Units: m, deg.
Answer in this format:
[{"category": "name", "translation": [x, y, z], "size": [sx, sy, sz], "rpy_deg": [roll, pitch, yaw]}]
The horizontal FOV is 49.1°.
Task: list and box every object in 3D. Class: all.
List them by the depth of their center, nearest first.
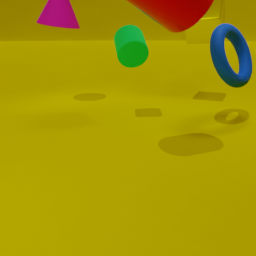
[{"category": "cylinder", "translation": [0.693, -2.578, 4.949], "size": [1.292, 1.292, 1.292], "rpy_deg": [21, 5, -36]}, {"category": "ring", "translation": [3.186, -2.209, 8.571], "size": [2.003, 2.003, 0.401], "rpy_deg": [-18, 2, -41]}, {"category": "cylinder", "translation": [0.089, -2.565, 8.803], "size": [0.973, 0.973, 0.973], "rpy_deg": [-3, 48, -9]}, {"category": "cone", "translation": [-2.560, -4.702, 10.487], "size": [1.628, 1.635, 1.628], "rpy_deg": [7, 23, -3]}, {"category": "cube", "translation": [2.957, -4.207, 10.792], "size": [1.329, 1.329, 1.329], "rpy_deg": [6, -22, 22]}]
